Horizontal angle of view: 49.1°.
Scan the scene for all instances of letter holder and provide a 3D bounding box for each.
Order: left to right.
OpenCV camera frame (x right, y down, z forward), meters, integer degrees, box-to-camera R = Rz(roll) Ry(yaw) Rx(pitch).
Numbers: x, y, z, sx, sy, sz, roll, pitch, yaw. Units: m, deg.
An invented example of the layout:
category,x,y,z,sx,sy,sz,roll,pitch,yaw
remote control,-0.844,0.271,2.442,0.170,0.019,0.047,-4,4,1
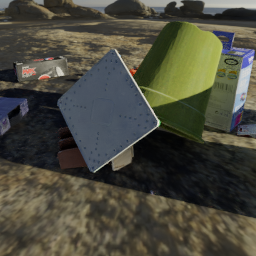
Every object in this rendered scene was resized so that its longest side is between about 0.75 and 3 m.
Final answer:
category,x,y,z,sx,sy,sz,roll,pitch,yaw
letter holder,-1.135,0.437,7.282,1.323,0.941,0.665,-6,27,-1

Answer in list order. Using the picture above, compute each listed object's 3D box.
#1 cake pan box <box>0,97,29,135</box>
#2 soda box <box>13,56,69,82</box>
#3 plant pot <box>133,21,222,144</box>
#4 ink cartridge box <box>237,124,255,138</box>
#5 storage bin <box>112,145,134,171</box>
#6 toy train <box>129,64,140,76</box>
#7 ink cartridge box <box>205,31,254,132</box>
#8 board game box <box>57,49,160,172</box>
category,x,y,z,sx,sy,sz,roll,pitch,yaw
cake pan box,-4.864,-0.493,9.724,2.238,0.585,2.061,2,29,5
soda box,-4.479,-3.072,14.524,2.622,0.928,0.830,-15,28,-27
plant pot,1.290,-1.338,7.791,2.818,2.676,2.818,23,1,-1
ink cartridge box,4.016,0.117,8.977,0.927,0.232,0.746,-7,22,25
storage bin,-0.644,0.115,7.381,0.731,1.549,1.560,-24,34,-34
toy train,-0.007,-2.717,13.980,2.121,0.785,2.823,5,26,11
ink cartridge box,2.842,-1.592,9.220,2.008,2.943,1.123,19,35,33
board game box,-0.388,-0.271,4.746,0.197,1.523,1.523,2,55,-60
